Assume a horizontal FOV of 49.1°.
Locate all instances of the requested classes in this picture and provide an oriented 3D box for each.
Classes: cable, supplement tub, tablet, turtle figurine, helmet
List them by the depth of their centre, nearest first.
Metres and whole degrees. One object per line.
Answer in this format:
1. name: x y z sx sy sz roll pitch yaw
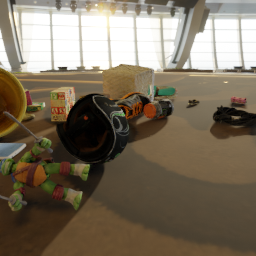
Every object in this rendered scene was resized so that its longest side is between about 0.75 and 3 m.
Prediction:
1. turtle figurine: -1.600 0.870 5.041 1.676 1.729 1.244 15 52 -7
2. helmet: -0.869 0.012 7.593 1.908 1.908 1.819 2 9 7
3. tablet: -4.277 0.697 8.439 1.998 0.136 1.300 0 15 3
4. cable: 4.872 -0.590 12.469 1.913 0.595 2.344 8 16 27
5. supplement tub: 1.418 -0.868 13.002 1.388 0.850 0.850 -13 19 -43

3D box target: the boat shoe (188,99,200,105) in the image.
1. boat shoe: 3.995 -1.583 16.882 0.925 0.278 0.330 -11 18 -36

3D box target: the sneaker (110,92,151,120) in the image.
1. sneaker: -0.025 -0.852 12.718 2.994 1.172 1.156 -18 30 -33

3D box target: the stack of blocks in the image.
1. stack of blocks: -3.057 -1.193 13.347 0.666 1.310 2.276 0 15 0

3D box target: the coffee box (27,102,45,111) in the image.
1. coffee box: -5.039 -1.197 15.380 0.778 0.278 1.265 -2 15 -6

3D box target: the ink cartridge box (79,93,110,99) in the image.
1. ink cartridge box: -1.489 -0.936 12.684 1.395 1.149 0.524 -14 20 -42

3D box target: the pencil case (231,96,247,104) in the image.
1. pencil case: 6.789 -1.723 17.214 0.408 0.390 0.943 4 8 -44

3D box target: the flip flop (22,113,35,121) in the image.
1. flip flop: -5.277 -0.740 12.920 2.240 0.645 0.908 7 16 25

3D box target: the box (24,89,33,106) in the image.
1. box: -6.043 -1.539 15.093 1.445 0.794 1.643 -17 18 -21

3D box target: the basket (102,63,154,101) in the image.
1. basket: 0.025 -2.065 14.707 2.243 2.223 1.804 16 28 30

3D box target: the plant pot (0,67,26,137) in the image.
1. plant pot: -5.154 -0.849 10.185 2.559 2.559 2.408 -7 2 -25

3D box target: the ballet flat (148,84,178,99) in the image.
1. ballet flat: 2.115 -2.389 19.154 2.798 1.058 0.894 13 -11 29
